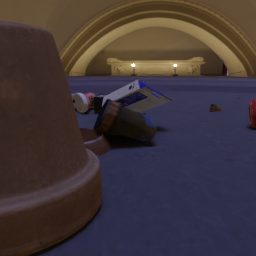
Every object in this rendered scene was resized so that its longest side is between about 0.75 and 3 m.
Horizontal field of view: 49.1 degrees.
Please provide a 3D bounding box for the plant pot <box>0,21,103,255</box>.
[{"bbox_3d":[-1.730,-0.077,3.763,2.800,2.442,2.800,1,13,0],"label":"plant pot"}]

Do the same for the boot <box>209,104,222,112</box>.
[{"bbox_3d":[3.786,-0.877,12.010,0.784,0.296,0.288,-9,14,-38],"label":"boot"}]

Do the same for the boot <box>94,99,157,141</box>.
[{"bbox_3d":[-0.171,-0.103,7.930,1.406,1.084,2.902,24,1,-8],"label":"boot"}]

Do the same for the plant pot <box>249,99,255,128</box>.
[{"bbox_3d":[4.303,-0.471,8.733,0.939,1.031,1.031,-5,11,19],"label":"plant pot"}]

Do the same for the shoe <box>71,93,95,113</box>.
[{"bbox_3d":[-1.798,-1.177,12.154,1.025,0.805,2.253,-10,12,-24],"label":"shoe"}]

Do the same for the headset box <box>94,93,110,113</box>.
[{"bbox_3d":[-0.634,-1.075,11.915,1.394,0.704,1.876,1,13,4],"label":"headset box"}]

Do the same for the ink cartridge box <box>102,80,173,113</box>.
[{"bbox_3d":[0.261,-0.932,8.871,1.119,0.441,2.250,23,-25,-35],"label":"ink cartridge box"}]

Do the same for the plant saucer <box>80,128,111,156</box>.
[{"bbox_3d":[-1.427,0.313,6.729,2.031,0.350,2.031,-1,13,0],"label":"plant saucer"}]
